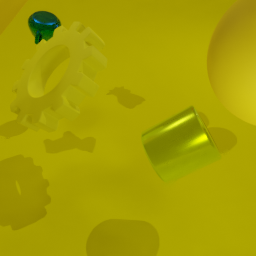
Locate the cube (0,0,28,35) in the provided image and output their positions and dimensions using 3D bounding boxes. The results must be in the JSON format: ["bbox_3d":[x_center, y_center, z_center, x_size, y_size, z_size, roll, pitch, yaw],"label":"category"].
[{"bbox_3d":[-2.232,-1.967,3.953,0.955,0.955,0.955,42,95,10],"label":"cube"}]

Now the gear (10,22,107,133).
[{"bbox_3d":[-1.237,-0.889,4.803,1.949,0.360,1.949,-19,56,30],"label":"gear"}]

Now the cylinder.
[{"bbox_3d":[0.757,0.239,4.043,0.857,0.857,0.857,-29,36,15],"label":"cylinder"}]

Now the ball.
[{"bbox_3d":[1.304,-0.600,2.380,1.223,1.223,1.223,0,39,0],"label":"ball"}]

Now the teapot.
[{"bbox_3d":[-1.872,-2.279,6.343,0.725,0.571,1.166,16,49,-5],"label":"teapot"}]
